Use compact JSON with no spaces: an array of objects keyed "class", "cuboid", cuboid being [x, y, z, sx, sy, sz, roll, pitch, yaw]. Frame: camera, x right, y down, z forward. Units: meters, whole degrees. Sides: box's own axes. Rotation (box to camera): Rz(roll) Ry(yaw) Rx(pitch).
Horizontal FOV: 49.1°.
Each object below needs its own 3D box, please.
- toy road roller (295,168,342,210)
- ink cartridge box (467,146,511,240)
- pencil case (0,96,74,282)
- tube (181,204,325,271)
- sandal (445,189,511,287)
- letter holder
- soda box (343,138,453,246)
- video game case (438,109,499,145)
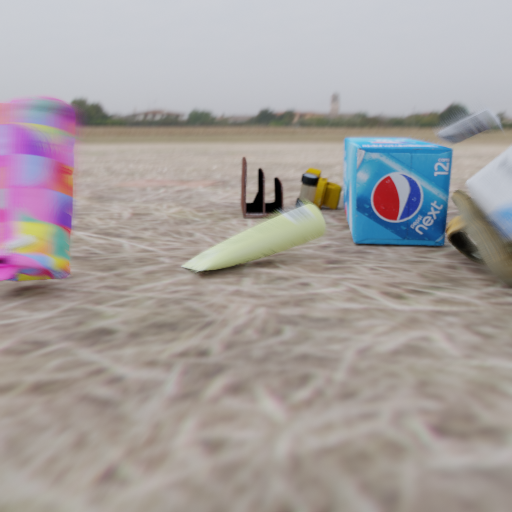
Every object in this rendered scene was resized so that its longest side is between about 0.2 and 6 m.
[{"class":"toy road roller","cuboid":[1.456,-1.451,12.737,0.938,0.789,1.285,14,21,6]},{"class":"ink cartridge box","cuboid":[3.304,-0.859,6.412,0.980,1.351,0.566,57,14,28]},{"class":"pencil case","cuboid":[-2.616,-0.747,6.557,0.981,2.220,0.981,-3,-11,-1]},{"class":"tube","cuboid":[-0.004,-0.169,7.733,2.026,0.588,0.526,-21,60,-25]},{"class":"sandal","cuboid":[3.048,-0.216,7.682,1.030,0.693,2.565,37,26,-8]},{"class":"letter holder","cuboid":[0.102,-1.523,12.055,0.841,1.189,1.673,-1,13,-3]},{"class":"soda box","cuboid":[2.495,-1.431,10.829,1.487,1.571,4.633,2,14,7]},{"class":"video game case","cuboid":[3.241,-1.951,8.536,0.773,0.094,0.849,-24,-11,30]}]
